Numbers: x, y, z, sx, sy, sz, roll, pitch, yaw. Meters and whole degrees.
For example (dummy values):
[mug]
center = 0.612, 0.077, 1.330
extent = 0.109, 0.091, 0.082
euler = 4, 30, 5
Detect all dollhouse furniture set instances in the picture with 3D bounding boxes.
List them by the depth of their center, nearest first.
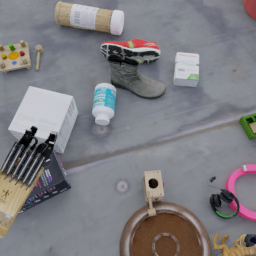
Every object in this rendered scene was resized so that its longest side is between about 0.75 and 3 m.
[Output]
[dollhouse furniture set]
center = 5.181, 0.303, 9.262
extent = 1.340, 1.749, 2.669
euler = -16, 66, -9

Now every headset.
[headset]
center = 3.014, 2.224, 9.000
extent = 0.833, 0.634, 1.349
euler = -34, 80, 28

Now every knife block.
[knife block]
center = -2.504, 1.131, 6.481
extent = 0.793, 2.477, 2.175
euler = 31, 46, -8

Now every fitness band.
[fitness band]
center = 4.501, 2.111, 9.148
extent = 2.516, 0.471, 1.807
euler = 1, 66, 2

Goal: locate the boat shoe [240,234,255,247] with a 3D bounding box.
[boat shoe]
center = 4.357, 3.619, 8.395
extent = 1.862, 0.579, 0.695
euler = 14, 64, 5

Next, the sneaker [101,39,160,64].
[sneaker]
center = 0.098, -3.213, 11.481
extent = 2.427, 0.934, 1.030
euler = 4, 54, -6

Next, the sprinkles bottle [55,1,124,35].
[sprinkles bottle]
center = -1.629, -4.698, 11.978
extent = 2.850, 0.973, 0.973
euler = 12, 66, 5

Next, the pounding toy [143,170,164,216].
[pounding toy]
center = 0.865, 2.046, 8.772
extent = 0.615, 1.181, 1.345
euler = -5, 65, -2

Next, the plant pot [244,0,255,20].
[plant pot]
center = 6.345, -6.072, 11.724
extent = 2.932, 2.594, 2.932
euler = 0, 65, -1

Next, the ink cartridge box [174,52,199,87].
[ink cartridge box]
center = 2.321, -2.324, 11.139
extent = 0.918, 0.530, 1.257
euler = 7, 66, 3

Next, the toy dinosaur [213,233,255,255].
[toy dinosaur]
center = 2.875, 3.736, 8.213
extent = 2.086, 0.630, 1.108
euler = -35, 38, 11

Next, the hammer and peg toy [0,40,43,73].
[hammer and peg toy]
center = -4.354, -2.920, 11.363
extent = 1.763, 0.622, 1.297
euler = -12, 66, -5

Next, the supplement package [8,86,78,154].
[supplement package]
center = -2.853, -0.263, 9.783
extent = 1.648, 1.267, 1.723
euler = 14, 66, 6

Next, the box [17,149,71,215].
[box]
center = -3.086, 1.716, 8.954
extent = 2.120, 1.124, 1.296
euler = -25, 68, -11

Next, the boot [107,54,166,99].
[boot]
center = 0.319, -1.903, 10.411
extent = 2.300, 1.502, 0.779
euler = 16, 66, 7

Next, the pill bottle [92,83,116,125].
[pill bottle]
center = -0.881, -0.856, 10.316
extent = 0.803, 0.803, 1.450
euler = 3, 65, 1

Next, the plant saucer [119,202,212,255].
[plant saucer]
center = 1.122, 3.583, 8.384
extent = 2.809, 0.451, 2.809
euler = -1, 63, 3
